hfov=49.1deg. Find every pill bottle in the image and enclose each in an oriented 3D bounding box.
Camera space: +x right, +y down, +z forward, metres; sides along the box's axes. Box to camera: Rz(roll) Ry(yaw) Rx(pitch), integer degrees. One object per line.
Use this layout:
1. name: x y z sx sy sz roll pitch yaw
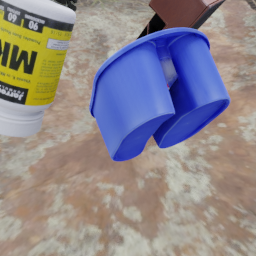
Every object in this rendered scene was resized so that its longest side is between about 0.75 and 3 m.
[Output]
1. pill bottle: -1.885 -1.123 5.054 1.352 2.366 1.352 18 22 -7

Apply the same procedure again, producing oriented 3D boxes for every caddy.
1. caddy: 0.336 -0.440 4.096 1.667 2.358 1.238 -16 73 -18

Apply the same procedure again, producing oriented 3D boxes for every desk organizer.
1. desk organizer: 0.876 -2.409 6.918 1.111 2.887 1.035 49 50 1

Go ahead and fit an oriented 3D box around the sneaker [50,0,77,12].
1. sneaker: -1.953 -3.472 6.847 1.332 1.173 2.988 18 86 32
